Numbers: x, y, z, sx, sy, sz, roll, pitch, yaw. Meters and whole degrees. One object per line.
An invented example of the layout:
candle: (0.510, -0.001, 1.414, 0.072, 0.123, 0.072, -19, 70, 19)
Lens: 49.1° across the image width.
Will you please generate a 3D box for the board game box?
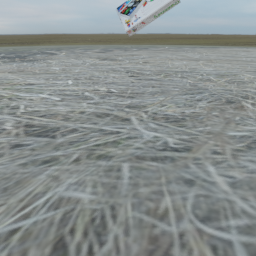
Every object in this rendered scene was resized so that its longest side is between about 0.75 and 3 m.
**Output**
board game box: (0.677, -4.471, 10.228, 2.156, 1.361, 0.373, -29, -30, 17)
